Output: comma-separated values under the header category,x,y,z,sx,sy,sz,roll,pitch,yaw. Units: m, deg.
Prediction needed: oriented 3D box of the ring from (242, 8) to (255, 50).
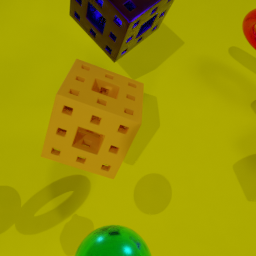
category,x,y,z,sx,sy,sz,roll,pitch,yaw
ring,3.082,-1.905,5.884,1.531,1.531,0.306,41,92,17

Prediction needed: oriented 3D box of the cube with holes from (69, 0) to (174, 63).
category,x,y,z,sx,sy,sz,roll,pitch,yaw
cube with holes,-0.116,-2.465,5.408,1.394,1.394,1.394,-42,88,-20

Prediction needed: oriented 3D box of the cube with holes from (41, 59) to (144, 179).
category,x,y,z,sx,sy,sz,roll,pitch,yaw
cube with holes,-0.602,-0.175,5.097,1.347,1.347,1.347,19,35,-9

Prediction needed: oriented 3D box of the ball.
category,x,y,z,sx,sy,sz,roll,pitch,yaw
ball,-0.163,1.523,3.063,0.882,0.882,0.882,0,65,0
